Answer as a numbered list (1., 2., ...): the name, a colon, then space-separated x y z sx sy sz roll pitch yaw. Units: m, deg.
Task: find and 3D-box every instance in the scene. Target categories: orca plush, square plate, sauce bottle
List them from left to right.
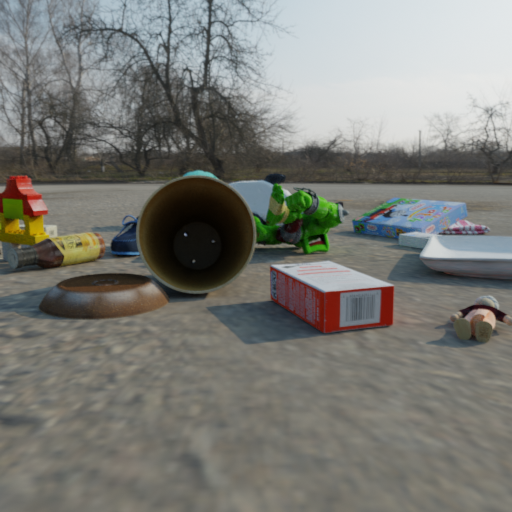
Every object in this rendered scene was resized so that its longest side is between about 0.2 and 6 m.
1. sauce bottle: -3.608 -0.072 10.209 0.578 0.578 1.752 7 13 36
2. orca plush: 0.809 -1.364 16.184 3.389 1.783 1.205 0 -22 11
3. square plate: 4.572 0.022 10.072 2.950 0.420 2.922 4 10 20

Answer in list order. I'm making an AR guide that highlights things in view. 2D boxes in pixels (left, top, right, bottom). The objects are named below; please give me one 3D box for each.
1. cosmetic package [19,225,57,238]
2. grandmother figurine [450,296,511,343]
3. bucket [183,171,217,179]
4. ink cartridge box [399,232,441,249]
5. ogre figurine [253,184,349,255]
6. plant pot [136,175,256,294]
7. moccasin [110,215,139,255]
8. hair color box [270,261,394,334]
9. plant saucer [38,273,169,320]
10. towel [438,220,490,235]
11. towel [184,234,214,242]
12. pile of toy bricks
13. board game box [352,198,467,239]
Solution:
1. cosmetic package: -5.513 -0.590 13.983 0.931 0.331 0.490 3 10 15
2. grandmother figurine: 2.594 0.690 6.413 0.671 0.335 1.106 14 17 24
3. bucket: -1.803 -1.685 16.801 1.707 1.707 1.110 0 15 2
4. ink cartridge box: 4.074 -0.337 12.634 1.126 0.286 1.278 -7 12 -32
5. ogre figurine: 0.784 -0.658 11.656 1.539 2.567 1.259 7 50 -26
6. plant pot: -0.917 -0.252 8.753 1.683 1.683 1.806 -1 -4 -5
7. moccasin: -2.456 -0.570 12.192 0.948 0.804 2.357 7 15 13
8. hair color box: 0.888 0.471 7.057 0.923 0.532 1.664 -4 12 -19
9. plant saucer: -2.047 0.493 7.607 1.716 0.314 1.716 0 9 0
10. towel: 5.109 -0.845 15.518 2.220 0.332 1.624 0 10 1
11. towel: -1.173 -0.409 11.801 1.706 0.203 1.253 -14 -4 -40
12. pile of toy bricks: -6.094 -0.949 10.758 4.236 2.091 2.350 6 11 33
13. board game box: 3.967 -0.983 14.644 1.769 0.428 2.339 -27 23 -29
